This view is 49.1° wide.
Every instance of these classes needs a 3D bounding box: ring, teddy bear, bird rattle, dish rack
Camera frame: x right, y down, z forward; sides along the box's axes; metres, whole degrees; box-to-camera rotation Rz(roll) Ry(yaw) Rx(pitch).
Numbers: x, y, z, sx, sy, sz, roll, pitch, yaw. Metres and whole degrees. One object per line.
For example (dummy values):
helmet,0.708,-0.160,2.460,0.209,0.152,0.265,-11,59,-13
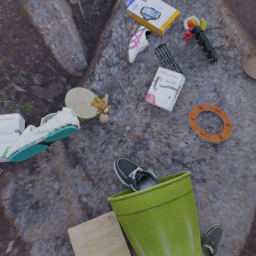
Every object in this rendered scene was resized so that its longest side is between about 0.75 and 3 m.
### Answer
ring,3.283,-0.256,11.051,1.794,0.172,1.794,5,56,-8
teddy bear,-0.942,-0.769,9.706,0.591,0.272,0.815,-47,117,-27
bird rattle,2.913,-4.544,12.670,1.175,0.662,0.958,-31,83,1
dish rack,2.448,-3.147,11.983,2.453,0.669,1.882,-29,79,0

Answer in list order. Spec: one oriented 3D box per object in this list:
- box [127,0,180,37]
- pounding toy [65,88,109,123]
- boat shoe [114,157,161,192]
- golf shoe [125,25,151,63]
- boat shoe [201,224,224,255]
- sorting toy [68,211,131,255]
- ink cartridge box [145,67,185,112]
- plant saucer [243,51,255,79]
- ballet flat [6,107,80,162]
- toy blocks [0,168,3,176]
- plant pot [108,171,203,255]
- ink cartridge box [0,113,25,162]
box,1.071,-5.398,13.052,2.328,0.483,1.386,37,74,15
pounding toy,-1.734,-0.785,11.284,1.820,0.844,1.405,10,59,-25
boat shoe,0.528,1.872,10.031,2.693,0.812,1.018,37,67,21
golf shoe,0.440,-3.678,12.274,0.900,0.710,1.955,15,70,5
boat shoe,2.717,4.070,9.477,0.651,0.599,1.823,40,75,13
sorting toy,-0.948,3.948,9.528,1.686,0.587,1.676,-21,72,-7
ink cartridge box,1.481,-1.543,11.116,1.063,0.619,1.460,25,93,23
plant saucer,5.662,-2.655,12.136,1.460,0.267,1.460,0,71,0
ballet flat,-2.689,0.182,8.832,2.726,0.978,0.978,-26,70,15
toy blocks,-5.515,1.645,10.140,1.228,1.034,1.148,27,72,10
plant pot,1.074,3.103,8.928,2.798,2.798,2.694,-17,81,-6
ink cartridge box,-4.677,0.389,10.769,1.235,0.713,1.691,-5,70,-2
